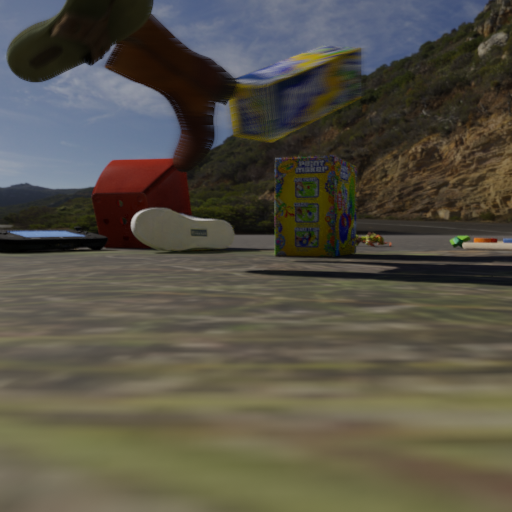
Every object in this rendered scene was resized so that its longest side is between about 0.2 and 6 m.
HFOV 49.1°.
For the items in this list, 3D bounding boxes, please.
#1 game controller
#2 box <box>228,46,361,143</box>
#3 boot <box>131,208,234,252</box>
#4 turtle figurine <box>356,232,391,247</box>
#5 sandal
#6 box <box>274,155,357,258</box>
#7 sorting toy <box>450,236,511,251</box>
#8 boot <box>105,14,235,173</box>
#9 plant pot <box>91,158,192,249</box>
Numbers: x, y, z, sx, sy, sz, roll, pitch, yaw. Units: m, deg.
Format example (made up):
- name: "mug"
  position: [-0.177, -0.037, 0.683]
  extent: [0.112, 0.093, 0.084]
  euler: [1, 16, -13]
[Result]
- name: "game controller"
  position: [-4.768, -0.388, 12.709]
  extent: [1.436, 0.580, 2.753]
  euler: [2, 4, 36]
- name: "box"
  position: [0.926, -3.565, 12.044]
  extent: [1.095, 1.193, 3.404]
  euler: [18, 38, 37]
- name: "boot"
  position: [-1.857, -0.487, 12.827]
  extent: [2.616, 0.951, 1.182]
  euler: [9, -9, -40]
- name: "turtle figurine"
  position: [3.242, -0.475, 16.166]
  extent: [1.053, 0.421, 1.306]
  euler: [2, 3, 40]
- name: "sandal"
  position: [-2.512, -3.111, 8.066]
  extent: [2.657, 0.758, 1.055]
  euler: [-24, -30, 28]
- name: "box"
  position: [1.160, -0.893, 10.588]
  extent: [1.122, 1.772, 1.840]
  euler: [1, 3, 23]
- name: "sorting toy"
  position: [5.753, -0.318, 13.899]
  extent: [2.166, 0.319, 1.601]
  euler: [3, 4, 38]
- name: "boot"
  position: [-1.476, -2.593, 9.109]
  extent: [2.084, 1.962, 0.714]
  euler: [23, 8, -43]
- name: "plant pot"
  position: [-3.143, -1.267, 14.972]
  extent: [2.236, 2.238, 1.973]
  euler: [1, 23, 14]
